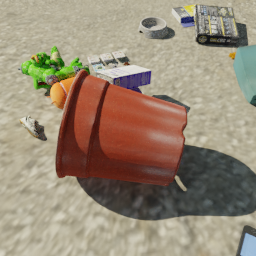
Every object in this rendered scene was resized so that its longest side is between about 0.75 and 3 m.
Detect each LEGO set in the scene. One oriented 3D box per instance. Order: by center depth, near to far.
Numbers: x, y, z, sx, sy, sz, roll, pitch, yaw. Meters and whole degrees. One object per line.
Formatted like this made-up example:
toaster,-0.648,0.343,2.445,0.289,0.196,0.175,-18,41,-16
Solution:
LEGO set,-0.671,-2.426,11.170,1.518,0.499,2.032,-14,39,-12

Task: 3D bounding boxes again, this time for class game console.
game console,3.075,2.755,6.408,0.897,0.622,1.051,22,52,17

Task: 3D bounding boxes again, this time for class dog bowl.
dog bowl,1.168,-4.692,13.019,1.404,0.412,1.404,1,49,-1

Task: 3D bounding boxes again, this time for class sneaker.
sneaker,-3.095,-0.091,9.046,0.429,0.370,0.978,-35,58,-27

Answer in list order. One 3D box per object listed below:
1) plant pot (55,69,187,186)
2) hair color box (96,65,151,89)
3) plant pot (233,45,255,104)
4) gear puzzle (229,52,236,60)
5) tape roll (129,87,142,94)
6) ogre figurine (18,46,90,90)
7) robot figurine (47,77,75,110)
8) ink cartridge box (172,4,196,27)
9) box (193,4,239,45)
plant pot,-0.088,0.194,7.401,2.818,2.897,2.897,13,50,-1
hair color box,-0.123,-1.611,9.044,1.640,0.532,0.897,-18,32,-38
plant pot,4.545,-1.834,9.778,1.242,1.242,1.758,-8,71,10
gear puzzle,5.390,-2.491,10.925,2.931,0.384,1.518,28,43,23
tape roll,-0.360,-0.783,9.407,1.731,0.735,1.731,-1,49,1
ogre figurine,-2.808,-2.171,10.291,2.665,1.308,1.598,39,46,17
robot figurine,-1.904,-1.219,9.630,1.704,0.994,1.226,-22,77,-20
ink cartridge box,3.124,-5.579,13.845,1.476,0.351,1.494,-12,48,-11
box,3.969,-4.748,12.800,1.805,0.550,2.240,4,56,2
